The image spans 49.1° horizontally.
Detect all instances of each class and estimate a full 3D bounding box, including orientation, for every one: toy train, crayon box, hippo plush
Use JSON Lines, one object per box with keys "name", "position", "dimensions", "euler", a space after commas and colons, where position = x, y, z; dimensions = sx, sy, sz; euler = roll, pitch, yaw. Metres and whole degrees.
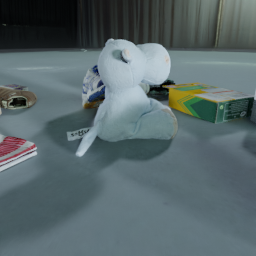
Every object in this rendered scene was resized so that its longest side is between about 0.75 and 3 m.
{"name": "toy train", "position": [1.143, -1.767, 11.868], "dimensions": [1.781, 0.759, 1.015], "euler": [2, 7, 11]}
{"name": "crayon box", "position": [2.586, -0.920, 9.328], "dimensions": [1.712, 0.702, 2.724], "euler": [-10, 22, -26]}
{"name": "hippo plush", "position": [-0.142, -1.002, 7.013], "dimensions": [2.932, 2.357, 2.335], "euler": [-7, 21, -20]}

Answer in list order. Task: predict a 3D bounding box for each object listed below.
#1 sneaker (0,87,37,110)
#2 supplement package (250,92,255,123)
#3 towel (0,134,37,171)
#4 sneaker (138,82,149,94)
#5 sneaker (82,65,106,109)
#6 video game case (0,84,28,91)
{"name": "sneaker", "position": [-4.182, -0.993, 9.574], "dimensions": [1.987, 0.700, 0.751], "euler": [-1, 24, -1]}
{"name": "supplement package", "position": [4.514, -0.553, 7.548], "dimensions": [1.582, 1.164, 1.513], "euler": [-2, 19, -10]}
{"name": "towel", "position": [-3.577, 0.473, 5.934], "dimensions": [2.730, 0.311, 1.967], "euler": [11, 23, 29]}
{"name": "sneaker", "position": [-0.119, -1.539, 11.305], "dimensions": [1.942, 0.704, 1.107], "euler": [6, 22, 45]}
{"name": "sneaker", "position": [-0.874, -1.392, 8.502], "dimensions": [1.064, 1.246, 2.828], "euler": [-5, -3, -26]}
{"name": "video game case", "position": [-5.209, -1.734, 12.431], "dimensions": [1.149, 0.206, 1.041], "euler": [14, 24, 36]}
